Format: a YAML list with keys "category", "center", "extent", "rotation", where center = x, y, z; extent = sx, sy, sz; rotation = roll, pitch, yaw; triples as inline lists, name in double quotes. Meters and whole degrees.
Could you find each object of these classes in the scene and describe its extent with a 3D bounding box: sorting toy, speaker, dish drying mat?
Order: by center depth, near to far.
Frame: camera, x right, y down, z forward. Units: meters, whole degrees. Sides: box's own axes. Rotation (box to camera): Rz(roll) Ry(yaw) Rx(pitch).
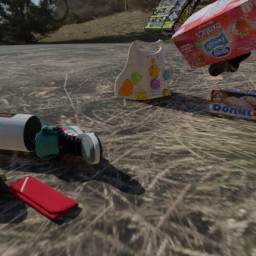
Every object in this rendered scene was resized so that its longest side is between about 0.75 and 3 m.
- category: "dish drying mat"
  center: [-1.644, 1.281, 5.316]
  extent: [1.486, 0.135, 0.571]
  rotation: [15, 24, 36]
- category: "speaker"
  center: [-3.559, 0.062, 7.406]
  extent: [2.416, 0.981, 0.981]
  rotation: [5, 21, 11]
- category: "sorting toy"
  center: [0.883, -2.638, 12.468]
  extent: [2.732, 2.459, 1.460]
  rotation: [-13, 24, -31]

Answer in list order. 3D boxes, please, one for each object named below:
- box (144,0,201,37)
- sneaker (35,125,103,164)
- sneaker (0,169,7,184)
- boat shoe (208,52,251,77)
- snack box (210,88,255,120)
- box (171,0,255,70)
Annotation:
- category: "box"
  center: [1.622, -4.307, 10.586]
  extent: [0.459, 1.662, 2.074]
  rotation: [29, 3, -31]
- category: "sneaker"
  center: [-1.511, 0.393, 6.606]
  extent: [1.233, 0.854, 2.042]
  rotation: [-7, 13, -31]
- category: "sneaker"
  center: [-3.543, 0.549, 5.740]
  extent: [2.710, 1.201, 1.042]
  rotation: [14, 24, 32]
- category: "boat shoe"
  center: [3.349, -2.203, 9.359]
  extent: [0.690, 0.679, 1.852]
  rotation: [0, -24, -20]
- category: "snack box"
  center: [4.151, -0.806, 9.803]
  extent: [2.468, 0.887, 0.300]
  rotation: [12, 27, 30]
- category: "box"
  center: [2.822, -2.896, 8.059]
  extent: [1.433, 1.322, 2.792]
  rotation: [-52, 23, -24]
